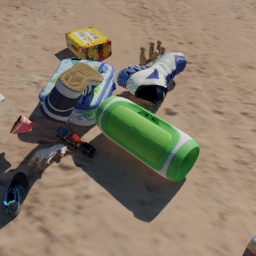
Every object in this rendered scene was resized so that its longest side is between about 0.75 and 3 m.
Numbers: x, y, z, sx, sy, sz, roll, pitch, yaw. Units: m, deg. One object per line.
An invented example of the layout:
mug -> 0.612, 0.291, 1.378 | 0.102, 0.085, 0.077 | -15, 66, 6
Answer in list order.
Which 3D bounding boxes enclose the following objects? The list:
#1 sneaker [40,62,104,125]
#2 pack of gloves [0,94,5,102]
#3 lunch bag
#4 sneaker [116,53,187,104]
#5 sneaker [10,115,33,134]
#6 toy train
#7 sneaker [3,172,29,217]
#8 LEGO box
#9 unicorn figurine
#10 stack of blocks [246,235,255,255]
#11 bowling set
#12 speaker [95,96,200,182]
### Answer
sneaker -> -1.517, -0.948, 7.599 | 0.856, 1.325, 2.442 | 37, 23, -2
pack of gloves -> -5.321, -1.214, 9.610 | 1.490, 0.350, 1.774 | -31, 52, -28
lunch bag -> -1.535, -1.266, 9.188 | 2.032, 1.042, 2.528 | 12, 45, 8
sneaker -> 1.060, -1.562, 9.609 | 2.604, 1.052, 1.504 | -22, 57, -22
sneaker -> -2.829, 0.008, 7.475 | 0.434, 1.000, 0.368 | 29, 59, -24
toy train -> -1.513, 0.358, 7.912 | 1.590, 0.364, 0.271 | 28, 49, 27
sneaker -> -2.643, 1.474, 6.634 | 0.436, 0.488, 1.190 | -4, 43, -4
LEGO box -> -1.676, -3.553, 11.856 | 1.296, 0.672, 1.741 | -24, 48, -24
unicorn figurine -> -2.124, 0.707, 7.494 | 1.088, 0.402, 0.747 | 0, 32, 8
stack of blocks -> 3.264, 2.272, 5.832 | 1.400, 0.410, 0.806 | -28, 50, -27
bowling set -> 1.227, -2.999, 11.184 | 1.023, 0.789, 1.470 | 28, 50, 27
speaker -> 0.432, 0.197, 7.462 | 2.836, 1.254, 1.254 | 34, 53, 31
